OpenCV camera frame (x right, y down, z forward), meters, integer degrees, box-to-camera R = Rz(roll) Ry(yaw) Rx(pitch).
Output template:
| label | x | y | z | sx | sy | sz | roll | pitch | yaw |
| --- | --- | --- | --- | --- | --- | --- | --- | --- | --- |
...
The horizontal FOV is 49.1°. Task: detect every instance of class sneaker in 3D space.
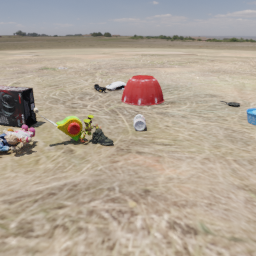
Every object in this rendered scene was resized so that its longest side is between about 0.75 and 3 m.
| label | x | y | z | sx | sy | sz | roll | pitch | yaw |
| --- | --- | --- | --- | --- | --- | --- | --- | --- | --- |
| sneaker | -0.870 | 0.295 | 9.465 | 0.861 | 0.493 | 0.329 | 16 | 27 | 32 |

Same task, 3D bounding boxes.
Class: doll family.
| label | x | y | z | sx | sy | sz | roll | pitch | yaw |
| --- | --- | --- | --- | --- | --- | --- | --- | --- | --- |
| doll family | -4.301 | 0.328 | 8.954 | 2.489 | 1.122 | 1.545 | 20 | 15 | 4 |

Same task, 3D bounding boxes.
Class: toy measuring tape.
| label | x | y | z | sx | sy | sz | roll | pitch | yaw |
| --- | --- | --- | --- | --- | --- | --- | --- | --- | --- |
| toy measuring tape | -2.132 | -0.260 | 9.303 | 1.956 | 0.719 | 0.719 | 38 | 1 | -30 |

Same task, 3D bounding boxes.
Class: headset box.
| label | x | y | z | sx | sy | sz | roll | pitch | yaw |
| --- | --- | --- | --- | --- | --- | --- | --- | --- | --- |
| headset box | -4.775 | -0.890 | 11.216 | 2.001 | 1.489 | 0.773 | 6 | 21 | 15 |

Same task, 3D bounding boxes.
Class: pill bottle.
| label | x | y | z | sx | sy | sz | roll | pitch | yaw |
| --- | --- | --- | --- | --- | --- | --- | --- | --- | --- |
| pill bottle | 0.452 | -0.228 | 10.892 | 0.471 | 0.471 | 0.813 | 0 | 20 | 1 |

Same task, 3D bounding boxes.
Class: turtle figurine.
| label | x | y | z | sx | sy | sz | roll | pitch | yaw |
| --- | --- | --- | --- | --- | --- | --- | --- | --- | --- |
| turtle figurine | -1.300 | -0.043 | 9.533 | 0.328 | 0.820 | 1.017 | 29 | 46 | 27 |

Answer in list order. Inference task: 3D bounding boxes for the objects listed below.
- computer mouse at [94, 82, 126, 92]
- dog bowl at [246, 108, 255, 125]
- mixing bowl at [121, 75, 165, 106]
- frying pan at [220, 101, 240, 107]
| label | x | y | z | sx | sy | sz | roll | pitch | yaw |
| --- | --- | --- | --- | --- | --- | --- | --- | --- | --- |
| computer mouse | -0.948 | -2.602 | 17.339 | 2.145 | 0.470 | 1.176 | -11 | 22 | -27 |
| dog bowl | 5.756 | -0.352 | 11.211 | 1.974 | 0.489 | 1.100 | 15 | 25 | 33 |
| mixing bowl | 0.791 | -2.084 | 14.818 | 2.346 | 1.271 | 2.346 | 0 | 21 | 0 |
| frying pan | 5.092 | -1.200 | 13.996 | 0.990 | 0.161 | 0.599 | 4 | 20 | 16 |
